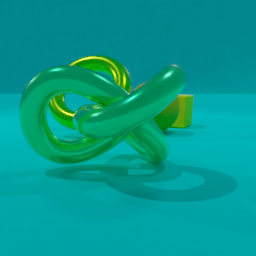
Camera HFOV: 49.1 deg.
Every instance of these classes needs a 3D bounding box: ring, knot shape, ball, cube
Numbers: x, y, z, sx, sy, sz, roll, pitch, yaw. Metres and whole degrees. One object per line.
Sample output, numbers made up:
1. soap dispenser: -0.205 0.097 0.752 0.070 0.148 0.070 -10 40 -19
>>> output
1. ring: -0.833 -0.785 5.923 1.849 1.849 0.370 2 -27 17
2. knot shape: -0.326 -0.106 3.226 1.771 0.875 1.893 0 -21 -7
3. ball: 0.571 -0.463 6.274 1.162 1.162 1.162 0 8 0
4. cube: 1.244 -0.480 7.484 0.811 0.811 0.811 7 10 24
